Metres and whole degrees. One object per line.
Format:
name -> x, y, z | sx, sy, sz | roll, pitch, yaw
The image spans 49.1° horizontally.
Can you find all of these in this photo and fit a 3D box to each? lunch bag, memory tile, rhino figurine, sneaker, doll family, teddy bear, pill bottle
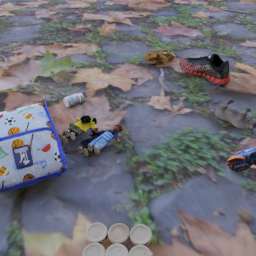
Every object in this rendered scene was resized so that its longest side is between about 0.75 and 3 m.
lunch bag -> -3.273, 0.597, 8.694 | 2.297, 1.673, 2.702 | -15, 49, -17
memory tile -> -0.271, 3.245, 6.473 | 1.724, 0.189, 2.249 | -1, 40, 5
rhino figurine -> 4.259, -0.388, 10.649 | 0.888, 0.608, 2.032 | -42, 55, -20
sneaker -> 3.643, -3.016, 13.269 | 2.687, 1.313, 0.950 | 31, 51, 34
doll family -> -1.255, 0.169, 9.841 | 2.413, 0.947, 1.395 | 31, 45, 25
teddy bear -> 1.690, -3.733, 14.792 | 1.275, 0.587, 1.759 | 32, 42, 23
pill bottle -> -2.265, -1.198, 11.772 | 0.783, 0.426, 0.426 | -26, 46, -28
sneaker -> 3.508, 0.727, 7.696 | 1.592, 0.600, 0.624 | -19, 20, 46

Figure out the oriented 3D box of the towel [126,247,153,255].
towel -> 0.065, 3.332, 6.608 | 0.978, 0.175, 1.015 | 7, 42, 12
